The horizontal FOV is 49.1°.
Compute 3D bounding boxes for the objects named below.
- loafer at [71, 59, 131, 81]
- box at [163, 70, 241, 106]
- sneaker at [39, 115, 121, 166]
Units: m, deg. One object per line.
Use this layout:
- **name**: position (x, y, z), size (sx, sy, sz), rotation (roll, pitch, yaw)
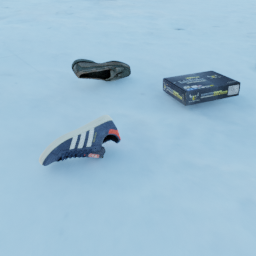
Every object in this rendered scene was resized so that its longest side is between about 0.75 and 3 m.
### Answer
- **loafer**: position (-0.938, -2.083, 10.732), size (2.393, 0.860, 0.753), rotation (-1, 49, -25)
- **box**: position (2.535, -1.466, 9.896), size (2.143, 0.547, 1.690), rotation (-11, 27, -16)
- **sneaker**: position (-1.131, 0.514, 7.160), size (2.195, 0.823, 0.928), rotation (-31, 79, -22)
